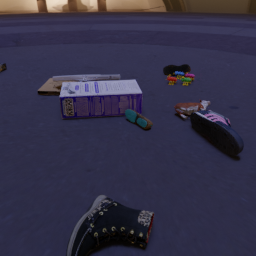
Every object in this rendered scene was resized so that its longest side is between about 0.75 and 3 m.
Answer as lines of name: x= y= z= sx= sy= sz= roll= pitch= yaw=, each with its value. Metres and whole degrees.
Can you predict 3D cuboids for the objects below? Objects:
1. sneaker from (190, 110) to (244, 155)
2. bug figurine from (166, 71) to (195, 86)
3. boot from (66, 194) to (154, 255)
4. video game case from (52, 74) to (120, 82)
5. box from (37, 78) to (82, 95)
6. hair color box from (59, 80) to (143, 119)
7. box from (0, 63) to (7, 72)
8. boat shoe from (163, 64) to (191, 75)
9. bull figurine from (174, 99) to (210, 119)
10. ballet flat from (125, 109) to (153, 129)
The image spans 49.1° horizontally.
sneaker: x=2.356 y=-0.006 z=6.981 sx=0.793 sy=0.679 sz=1.934 roll=-12 pitch=30 yaw=-16
bug figurine: x=2.169 y=-2.062 z=11.427 sx=1.015 sy=0.337 sz=1.309 roll=14 pitch=29 yaw=24
boot: x=-0.223 y=1.561 z=4.127 sx=0.997 sy=0.476 sz=1.320 roll=11 pitch=29 yaw=16
video game case: x=-1.507 y=-1.801 z=10.114 sx=1.845 sy=0.215 sz=1.677 roll=7 pitch=14 yaw=43
box: x=-2.548 y=-1.596 z=10.674 sx=1.340 sy=0.174 sz=1.640 roll=2 pitch=27 yaw=2
hair color box: x=-0.845 y=-0.933 z=8.722 sx=2.410 sy=0.781 sz=1.317 roll=-2 pitch=27 yaw=-8
box: x=-6.279 y=-2.647 z=12.601 sx=1.018 sy=0.311 sz=1.285 roll=4 pitch=27 yaw=8
boat shoe: x=2.158 y=-2.500 z=12.273 sx=1.219 sy=0.461 sz=0.450 roll=4 pitch=-6 yaw=25
bull figurine: x=2.000 y=-0.568 z=8.417 sx=1.190 sy=0.388 sz=0.723 roll=-7 pitch=28 yaw=-14
ballet flat: x=0.334 y=-0.256 z=7.927 sx=0.367 sy=0.344 sz=1.015 roll=4 pitch=19 yaw=-42
